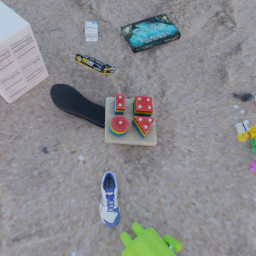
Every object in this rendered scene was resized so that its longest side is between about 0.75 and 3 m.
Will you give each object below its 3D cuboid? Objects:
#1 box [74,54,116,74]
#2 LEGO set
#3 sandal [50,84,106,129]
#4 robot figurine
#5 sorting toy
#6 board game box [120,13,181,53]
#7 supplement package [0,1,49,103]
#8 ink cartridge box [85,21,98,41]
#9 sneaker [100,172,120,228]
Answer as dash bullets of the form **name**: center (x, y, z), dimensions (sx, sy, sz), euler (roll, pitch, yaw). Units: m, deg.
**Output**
- **box**: center (-1.301, -2.563, 11.238), dimensions (1.345, 1.074, 0.332), euler (28, 107, 17)
- **LEGO set**: center (4.414, 0.565, 10.148), dimensions (0.894, 0.831, 2.177), euler (-9, 60, -5)
- **sandal**: center (-1.879, -0.760, 11.076), dimensions (2.799, 0.670, 1.052), euler (31, 64, 2)
- **robot figurine**: center (0.671, 3.801, 8.090), dimensions (1.863, 1.229, 2.124), euler (-37, 67, -18)
- **sorting toy**: center (0.148, -0.387, 10.553), dimensions (1.938, 0.674, 1.926), euler (4, 60, -10)
- **board game box**: center (1.052, -4.543, 13.301), dimensions (2.419, 0.341, 1.636), euler (-21, 63, -12)
- **supplement package**: center (-4.884, -2.936, 10.963), dimensions (2.133, 2.811, 2.118), euler (40, 68, 20)
- **ink cartridge box**: center (-1.736, -4.604, 13.340), dimensions (0.578, 0.333, 0.997), euler (-2, 61, -1)
- **sneaker**: center (-0.642, 2.310, 9.183), dimensions (0.673, 0.788, 1.788), euler (-7, 62, -5)
